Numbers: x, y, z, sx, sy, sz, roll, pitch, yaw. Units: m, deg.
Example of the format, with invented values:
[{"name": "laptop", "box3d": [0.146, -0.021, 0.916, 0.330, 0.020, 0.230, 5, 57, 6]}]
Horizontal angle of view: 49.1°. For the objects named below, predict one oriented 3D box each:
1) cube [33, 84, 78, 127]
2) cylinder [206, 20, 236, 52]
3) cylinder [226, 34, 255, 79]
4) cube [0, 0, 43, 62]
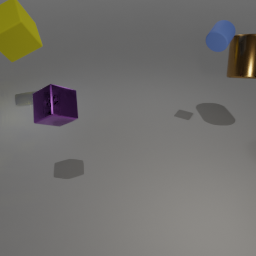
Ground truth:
[{"name": "cube", "box3d": [-1.605, -0.477, 6.195, 0.700, 0.700, 0.700, -17, -16, 38]}, {"name": "cylinder", "box3d": [2.863, -2.842, 8.664, 0.700, 0.700, 0.700, 19, 57, 29]}, {"name": "cylinder", "box3d": [4.170, -2.410, 9.584, 1.400, 1.400, 1.400, 2, 11, 0]}, {"name": "cube", "box3d": [-4.289, -3.631, 10.458, 1.400, 1.400, 1.400, -26, 63, 5]}]
